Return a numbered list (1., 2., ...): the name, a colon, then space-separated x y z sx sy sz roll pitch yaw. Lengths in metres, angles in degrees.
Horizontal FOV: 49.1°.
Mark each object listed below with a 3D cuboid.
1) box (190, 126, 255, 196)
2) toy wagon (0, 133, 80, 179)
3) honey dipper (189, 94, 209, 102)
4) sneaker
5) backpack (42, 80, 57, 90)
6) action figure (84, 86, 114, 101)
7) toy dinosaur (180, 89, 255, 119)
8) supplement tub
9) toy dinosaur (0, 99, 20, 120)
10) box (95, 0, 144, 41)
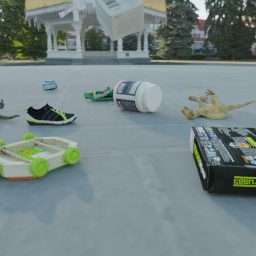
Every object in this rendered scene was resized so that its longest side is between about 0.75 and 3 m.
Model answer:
1. box: 2.579 0.532 5.483 2.462 0.606 2.550 4 15 5
2. toy wagon: -2.098 0.579 5.610 1.673 0.427 2.156 12 20 38
3. honey dipper: 3.338 -1.468 13.374 0.287 0.287 1.513 -4 13 -14
4. sneaker: -2.447 -0.454 8.878 1.612 0.667 0.578 -3 16 -10
5. backpack: -4.779 -2.603 16.897 0.707 0.567 0.772 8 21 38
6. action figure: -0.878 -1.615 13.294 2.409 0.659 1.423 -7 20 -12
7. toy dinosaur: 3.138 -0.725 10.155 2.929 0.853 1.481 -10 32 -9
8. supplement tub: 0.352 -1.229 10.810 1.630 1.144 1.144 12 20 38
9. toy dinosaur: -4.717 -0.530 9.468 2.322 0.551 1.023 -1 30 -4
10. box: -0.240 -3.265 7.922 1.068 0.915 1.063 -25 62 -13
